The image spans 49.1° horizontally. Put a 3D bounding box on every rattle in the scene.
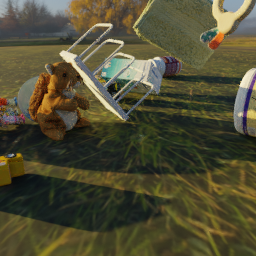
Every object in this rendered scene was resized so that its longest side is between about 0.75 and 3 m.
[{"bbox_3d":[2.429,-2.483,6.354,1.031,1.584,1.131,23,18,32],"label":"rattle"}]

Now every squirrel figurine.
[{"bbox_3d":[-2.347,-1.087,8.976,2.310,2.156,1.635,20,28,31],"label":"squirrel figurine"}]

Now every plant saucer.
[{"bbox_3d":[-2.884,-0.965,10.183,2.084,2.084,0.401,-8,-23,-19],"label":"plant saucer"}]

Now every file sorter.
[{"bbox_3d":[-0.670,-2.055,10.176,1.782,2.862,1.986,-43,31,-5],"label":"file sorter"}]

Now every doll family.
[{"bbox_3d":[-4.304,-0.384,9.649,1.097,0.796,1.767,-5,38,-34],"label":"doll family"}]

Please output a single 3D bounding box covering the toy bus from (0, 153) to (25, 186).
[{"bbox_3d":[-3.047,0.981,6.053,1.529,0.498,0.599,-9,22,-22],"label":"toy bus"}]

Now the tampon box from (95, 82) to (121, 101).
[{"bbox_3d":[-0.924,-1.684,12.810,1.014,0.760,0.640,-17,26,-38],"label":"tampon box"}]

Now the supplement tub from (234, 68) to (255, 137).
[{"bbox_3d":[4.733,-0.554,7.913,2.854,2.075,2.075,15,25,35],"label":"supplement tub"}]

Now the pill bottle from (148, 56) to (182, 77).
[{"bbox_3d":[2.295,-3.986,18.203,2.261,1.291,1.291,-15,25,-36],"label":"pill bottle"}]

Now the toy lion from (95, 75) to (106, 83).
[{"bbox_3d":[-1.146,-2.520,15.586,1.525,0.523,1.461,-8,29,-21],"label":"toy lion"}]

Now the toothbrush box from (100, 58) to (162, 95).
[{"bbox_3d":[0.208,-2.481,13.508,2.441,1.041,1.787,9,-10,24],"label":"toothbrush box"}]

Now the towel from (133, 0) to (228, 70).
[{"bbox_3d":[1.782,-3.144,8.648,2.844,2.110,0.519,24,29,-25],"label":"towel"}]
